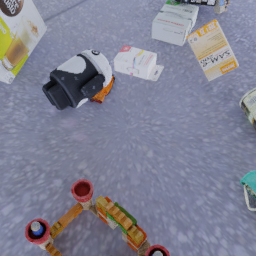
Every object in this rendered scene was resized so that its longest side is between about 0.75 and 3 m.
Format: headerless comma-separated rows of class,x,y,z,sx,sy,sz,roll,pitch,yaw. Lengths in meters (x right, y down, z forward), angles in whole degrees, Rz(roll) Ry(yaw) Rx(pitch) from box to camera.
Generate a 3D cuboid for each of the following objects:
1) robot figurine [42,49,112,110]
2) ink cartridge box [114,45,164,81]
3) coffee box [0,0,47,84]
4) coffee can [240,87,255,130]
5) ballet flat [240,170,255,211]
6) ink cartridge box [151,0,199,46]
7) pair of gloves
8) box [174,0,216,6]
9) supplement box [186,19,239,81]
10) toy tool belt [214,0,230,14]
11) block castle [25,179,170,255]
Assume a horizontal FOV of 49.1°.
robot figurine,-1.551,-1.530,8.796,2.209,1.378,1.659,-39,78,-17
ink cartridge box,0.419,-2.331,10.044,1.620,0.547,0.943,18,55,14
coffee box,-4.935,-3.635,9.294,2.755,2.751,2.724,21,71,16
coffee can,4.102,-0.402,8.238,1.038,1.038,1.418,-10,53,-8
ballet flat,3.336,1.985,6.752,0.700,0.670,1.990,-27,53,10
ink cartridge box,1.904,-4.299,11.390,1.394,0.790,1.901,20,54,15
pair of gloves,-1.353,-1.570,9.676,1.699,0.210,1.514,15,54,12
box,2.619,-5.751,12.185,1.977,0.430,1.583,-9,37,-29
supplement box,2.774,-2.526,9.179,1.053,1.671,0.614,-27,6,26
toy tool belt,4.156,-5.552,12.240,0.620,1.009,0.630,-20,43,-16
block castle,-0.624,2.489,5.867,2.722,1.277,1.819,35,60,24
